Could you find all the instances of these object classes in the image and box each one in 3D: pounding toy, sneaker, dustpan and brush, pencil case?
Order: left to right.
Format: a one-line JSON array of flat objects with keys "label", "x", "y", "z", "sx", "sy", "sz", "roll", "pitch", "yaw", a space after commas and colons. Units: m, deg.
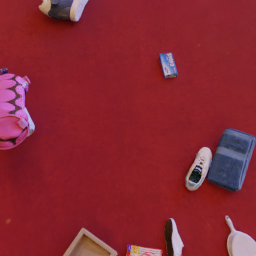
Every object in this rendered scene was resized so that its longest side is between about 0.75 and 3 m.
[{"label": "pencil case", "x": -3.546, "y": -0.632, "z": 8.356, "sx": 1.335, "sy": 1.293, "sz": 2.850, "roll": -20, "pitch": 41, "yaw": -7}, {"label": "sneaker", "x": -2.935, "y": -6.179, "z": 12.741, "sx": 2.062, "sy": 1.135, "sz": 2.817, "roll": 14, "pitch": 69, "yaw": 2}, {"label": "pounding toy", "x": -1.091, "y": 4.074, "z": 7.630, "sx": 1.666, "sy": 0.867, "sz": 1.896, "roll": 30, "pitch": 67, "yaw": 14}, {"label": "sneaker", "x": 1.387, "y": 3.317, "z": 8.365, "sx": 0.490, "sy": 0.421, "sz": 1.157, "roll": 22, "pitch": 49, "yaw": -28}, {"label": "sneaker", "x": 2.378, "y": 1.302, "z": 9.228, "sx": 0.583, "sy": 0.588, "sz": 1.621, "roll": 25, "pitch": 64, "yaw": 13}, {"label": "dustpan and brush", "x": 3.281, "y": 3.283, "z": 8.377, "sx": 0.935, "sy": 0.383, "sz": 1.340, "roll": -13, "pitch": 70, "yaw": -13}]

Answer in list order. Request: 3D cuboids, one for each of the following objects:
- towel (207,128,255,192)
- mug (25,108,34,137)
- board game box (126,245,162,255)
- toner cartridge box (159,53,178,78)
[{"label": "towel", "x": 3.404, "y": 1.017, "z": 9.213, "sx": 1.100, "sy": 0.478, "sz": 1.970, "roll": 20, "pitch": 77, "yaw": 15}, {"label": "mug", "x": -3.830, "y": -0.090, "z": 9.924, "sx": 0.919, "sy": 1.119, "sz": 0.896, "roll": 51, "pitch": 40, "yaw": 13}, {"label": "board game box", "x": 0.447, "y": 3.865, "z": 8.092, "sx": 1.028, "sy": 0.238, "sz": 0.778, "roll": 6, "pitch": 63, "yaw": 3}, {"label": "toner cartridge box", "x": 1.632, "y": -2.553, "z": 11.391, "sx": 0.530, "sy": 0.241, "sz": 1.115, "roll": -7, "pitch": 63, "yaw": -4}]
